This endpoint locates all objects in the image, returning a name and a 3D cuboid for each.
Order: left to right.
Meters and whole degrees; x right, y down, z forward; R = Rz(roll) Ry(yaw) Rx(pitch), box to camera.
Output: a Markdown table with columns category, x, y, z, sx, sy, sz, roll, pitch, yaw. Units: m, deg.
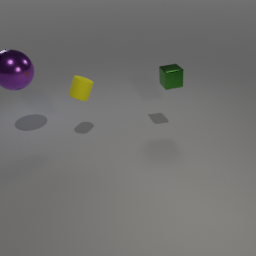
| category | x | y | z | sx | sy | sz | roll | pitch | yaw |
| --- | --- | --- | --- | --- | --- | --- | --- | --- | --- |
| ball | -4.007 | -2.014 | 9.780 | 1.400 | 1.400 | 1.400 | 0 | 29 | 0 |
| cylinder | -1.659 | -1.403 | 9.894 | 0.700 | 0.700 | 0.700 | 19 | 16 | -6 |
| cube | 1.617 | -1.928 | 10.511 | 0.700 | 0.700 | 0.700 | -12 | 33 | -9 |
